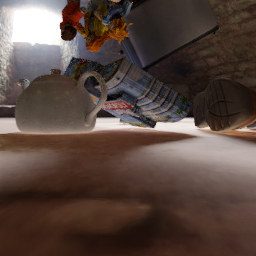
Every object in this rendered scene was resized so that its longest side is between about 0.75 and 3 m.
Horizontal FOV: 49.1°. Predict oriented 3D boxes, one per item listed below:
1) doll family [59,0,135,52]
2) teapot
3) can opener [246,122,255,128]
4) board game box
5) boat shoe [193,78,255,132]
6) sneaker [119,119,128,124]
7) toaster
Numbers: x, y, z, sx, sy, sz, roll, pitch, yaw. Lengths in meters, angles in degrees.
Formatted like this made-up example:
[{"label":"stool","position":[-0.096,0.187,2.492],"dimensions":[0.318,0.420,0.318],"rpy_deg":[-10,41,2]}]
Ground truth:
[{"label":"doll family","position":[-0.324,-1.828,4.256],"dimensions":[0.857,1.180,1.901],"rpy_deg":[14,-20,-38]},{"label":"teapot","position":[-1.422,-0.560,5.704],"dimensions":[1.751,1.279,1.728],"rpy_deg":[0,3,-14]},{"label":"can opener","position":[3.790,-0.237,8.217],"dimensions":[2.532,0.675,0.847],"rpy_deg":[-3,-28,-45]},{"label":"board game box","position":[-0.219,-0.812,6.481],"dimensions":[2.444,0.754,2.446],"rpy_deg":[27,-8,-23]},{"label":"boat shoe","position":[2.216,-0.461,6.067],"dimensions":[1.057,1.115,2.944],"rpy_deg":[2,4,1]},{"label":"sneaker","position":[0.017,-0.619,11.778],"dimensions":[0.732,0.861,1.888],"rpy_deg":[0,3,3]},{"label":"toaster","position":[0.648,-2.748,7.180],"dimensions":[2.555,1.516,2.310],"rpy_deg":[-28,32,9]}]
